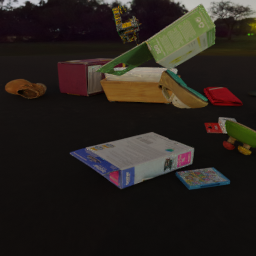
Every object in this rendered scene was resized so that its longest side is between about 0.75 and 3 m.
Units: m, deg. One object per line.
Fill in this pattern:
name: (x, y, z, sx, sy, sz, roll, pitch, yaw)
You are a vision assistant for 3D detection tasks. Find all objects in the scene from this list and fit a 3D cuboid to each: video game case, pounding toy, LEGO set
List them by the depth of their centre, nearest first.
video game case: (1.300, 0.873, 4.913, 0.764, 0.068, 0.547, -4, 18, -14)
pounding toy: (2.552, 0.345, 6.064, 1.223, 0.568, 0.944, 28, 5, -6)
LEGO set: (0.060, -3.749, 10.091, 0.850, 1.128, 1.467, -13, -20, 9)

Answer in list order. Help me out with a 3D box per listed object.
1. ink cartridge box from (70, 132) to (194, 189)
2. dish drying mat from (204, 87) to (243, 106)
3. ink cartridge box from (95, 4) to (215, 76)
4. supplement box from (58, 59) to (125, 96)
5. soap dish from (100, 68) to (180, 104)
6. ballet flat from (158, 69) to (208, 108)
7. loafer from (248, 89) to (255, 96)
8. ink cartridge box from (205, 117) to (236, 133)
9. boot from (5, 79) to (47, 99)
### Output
ink cartridge box: (0.093, 0.566, 5.307, 2.061, 0.433, 1.230, -9, 19, -36)
dish drying mat: (3.854, -1.360, 11.651, 1.109, 0.263, 2.887, 3, 18, 7)
ink cartridge box: (0.674, -1.560, 6.073, 2.376, 0.570, 1.729, -30, -3, 17)
supplement box: (-1.611, -2.468, 13.180, 1.827, 1.440, 2.791, 12, 21, 34)
soap dish: (0.599, -1.776, 11.416, 2.957, 1.201, 2.326, 4, 18, 10)
ballet flat: (0.834, -0.540, 4.481, 0.446, 0.410, 1.301, 23, 20, -26)
loafer: (5.695, -1.605, 12.240, 1.075, 0.377, 0.365, -7, 19, -22)
ink cartridge box: (2.570, -0.076, 7.692, 0.826, 0.210, 0.938, 4, 18, 9)
boot: (-4.460, -1.613, 11.809, 1.843, 0.679, 1.426, -2, 20, -1)
